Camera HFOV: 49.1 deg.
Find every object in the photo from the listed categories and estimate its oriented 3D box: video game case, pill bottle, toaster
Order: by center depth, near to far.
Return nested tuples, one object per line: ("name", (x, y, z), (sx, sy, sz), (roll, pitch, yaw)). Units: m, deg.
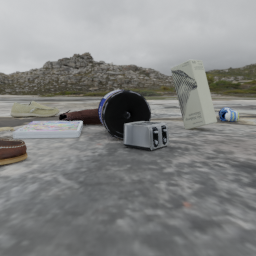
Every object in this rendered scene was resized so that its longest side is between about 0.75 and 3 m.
("toaster", (0.411, 0.167, 6.683), (0.957, 0.568, 0.865), (6, 9, 38))
("pill bottle", (-0.208, -0.481, 8.476), (1.349, 1.349, 2.411), (-1, 7, -10))
("video game case", (-2.414, 0.013, 9.004), (1.813, 0.228, 2.532), (-1, 8, -7))

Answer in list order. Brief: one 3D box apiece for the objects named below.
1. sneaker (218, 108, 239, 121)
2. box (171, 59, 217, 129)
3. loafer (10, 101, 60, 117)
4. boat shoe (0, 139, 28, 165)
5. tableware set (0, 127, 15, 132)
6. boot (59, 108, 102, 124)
("sneaker", (4.261, -0.600, 12.285), (0.615, 0.553, 1.495), (-3, 7, -6))
("box", (2.233, -1.132, 9.550), (0.757, 2.214, 0.910), (-9, -6, -42))
("loafer", (-4.533, -0.942, 13.748), (2.322, 0.793, 0.878), (-3, 9, -23))
("boat shoe", (-2.870, 0.334, 4.896), (2.145, 0.754, 0.755), (-4, 7, -35))
("tableware set", (-4.168, 0.192, 7.660), (1.565, 0.217, 1.873), (1, 11, 41))
("boot", (-1.531, -0.398, 10.434), (1.573, 0.684, 1.891), (-6, 2, -37))
